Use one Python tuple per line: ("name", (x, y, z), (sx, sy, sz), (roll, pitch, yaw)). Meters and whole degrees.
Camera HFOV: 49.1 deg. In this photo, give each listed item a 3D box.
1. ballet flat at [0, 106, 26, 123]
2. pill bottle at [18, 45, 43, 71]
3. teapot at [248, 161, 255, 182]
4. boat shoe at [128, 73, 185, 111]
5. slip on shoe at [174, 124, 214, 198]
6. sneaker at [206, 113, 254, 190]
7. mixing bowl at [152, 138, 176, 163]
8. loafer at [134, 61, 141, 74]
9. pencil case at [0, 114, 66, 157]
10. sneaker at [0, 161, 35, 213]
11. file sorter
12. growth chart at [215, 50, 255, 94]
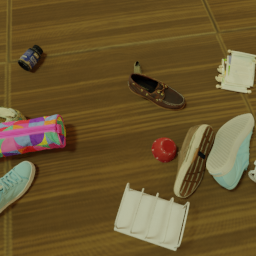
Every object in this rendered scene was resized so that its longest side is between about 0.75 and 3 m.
("ballet flat", (-4.610, -0.524, 9.691), (2.186, 0.773, 0.773), (14, 65, 7))
("pill bottle", (-3.748, -2.731, 10.833), (0.553, 0.553, 0.988), (26, 68, 12))
("teapot", (4.155, 1.285, 8.196), (0.975, 1.318, 1.336), (35, 111, 20))
("boat shoe", (1.010, -1.316, 10.037), (2.226, 0.783, 0.783), (22, 69, 9))
("slip on shoe", (1.958, 0.994, 8.979), (0.762, 0.956, 2.514), (6, 67, 47))
("sneaker", (3.465, 0.741, 9.103), (2.894, 1.070, 1.186), (-49, 115, -30))
("mixing bowl", (1.242, 0.659, 9.173), (0.859, 0.465, 0.859), (4, 69, -10))
("loafer", (0.356, -2.255, 10.769), (0.286, 0.254, 0.753), (-8, 65, -4))
("pencil case", (-3.459, 0.290, 9.051), (2.823, 1.248, 1.248), (-10, 65, -5))
("sneaker", (-3.759, 1.860, 8.432), (0.838, 0.929, 2.268), (33, 69, 14))
("file sorter", (0.679, 2.508, 7.993), (1.897, 1.181, 1.316), (16, 66, 7))
("growth chart", (4.211, -2.206, 10.788), (1.488, 0.182, 2.057), (18, 66, 9))
